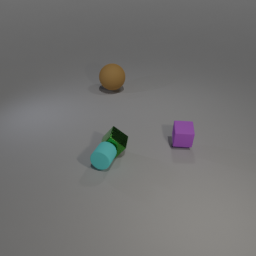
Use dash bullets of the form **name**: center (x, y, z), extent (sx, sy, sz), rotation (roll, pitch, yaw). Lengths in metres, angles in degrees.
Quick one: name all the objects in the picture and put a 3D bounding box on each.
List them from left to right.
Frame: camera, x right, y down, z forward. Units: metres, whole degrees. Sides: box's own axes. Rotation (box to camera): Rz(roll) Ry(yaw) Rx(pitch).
- **cylinder**: center (-0.818, 0.922, 9.410), extent (0.700, 0.700, 0.700), rotation (9, 29, 15)
- **ball**: center (-0.835, -2.711, 14.879), extent (1.400, 1.400, 1.400), rotation (0, 30, 0)
- **cube**: center (-0.498, 0.513, 9.979), extent (0.700, 0.700, 0.700), rotation (36, 32, -16)
- **cube**: center (2.026, 0.220, 10.332), extent (0.700, 0.700, 0.700), rotation (3, 43, 3)
